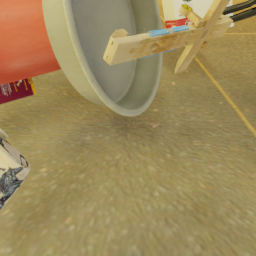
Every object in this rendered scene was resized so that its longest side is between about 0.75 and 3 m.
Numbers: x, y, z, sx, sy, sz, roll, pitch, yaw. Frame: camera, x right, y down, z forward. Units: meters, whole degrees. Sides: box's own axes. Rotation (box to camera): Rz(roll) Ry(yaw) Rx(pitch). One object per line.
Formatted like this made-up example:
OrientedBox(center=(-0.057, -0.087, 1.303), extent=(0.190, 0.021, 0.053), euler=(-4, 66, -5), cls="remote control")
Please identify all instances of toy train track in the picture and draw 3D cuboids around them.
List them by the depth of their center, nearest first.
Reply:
OrientedBox(center=(0.487, -1.047, 3.013), extent=(2.012, 1.154, 0.327), euler=(-26, 66, -40), cls="toy train track")

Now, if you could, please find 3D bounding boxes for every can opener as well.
OrientedBox(center=(2.941, -2.928, 6.873), extent=(1.722, 0.546, 0.677), euler=(-19, 20, 28), cls="can opener")

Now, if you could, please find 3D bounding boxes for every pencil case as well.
OrientedBox(center=(-1.770, 0.783, 3.099), extent=(0.708, 0.616, 1.583), euler=(37, 83, 23), cls="pencil case")

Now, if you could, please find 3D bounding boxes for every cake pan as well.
OrientedBox(center=(-0.214, -1.615, 4.274), extent=(0.532, 2.902, 2.902), euler=(-1, 31, 28), cls="cake pan")

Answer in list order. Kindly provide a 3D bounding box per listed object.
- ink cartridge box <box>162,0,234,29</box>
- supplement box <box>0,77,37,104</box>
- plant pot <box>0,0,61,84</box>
OrientedBox(center=(1.867, -3.877, 7.826), extent=(1.723, 2.388, 1.000), euler=(-16, 21, -6), cls="ink cartridge box")
OrientedBox(center=(-2.984, -0.814, 5.980), extent=(0.923, 0.716, 1.672), euler=(0, 19, 45), cls="supplement box")
OrientedBox(center=(-1.653, -1.900, 4.657), extent=(2.074, 2.344, 2.344), euler=(3, 33, 23), cls="plant pot")
